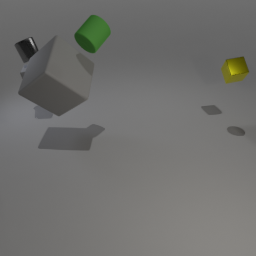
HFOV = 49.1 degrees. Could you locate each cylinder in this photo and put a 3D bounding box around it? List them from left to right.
[{"bbox_3d":[-3.582,-2.788,10.041,0.700,0.700,0.700,-22,18,7],"label":"cylinder"},{"bbox_3d":[-0.923,-2.448,7.328,0.700,0.700,0.700,24,70,35],"label":"cylinder"}]

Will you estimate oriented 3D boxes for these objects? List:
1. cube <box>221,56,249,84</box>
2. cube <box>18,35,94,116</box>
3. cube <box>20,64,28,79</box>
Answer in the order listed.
[{"bbox_3d":[4.077,-2.207,10.715,0.700,0.700,0.700,-10,73,-2],"label":"cube"},{"bbox_3d":[-1.992,-1.421,7.963,1.400,1.400,1.400,-24,48,37],"label":"cube"},{"bbox_3d":[-3.496,-1.965,10.458,0.700,0.700,0.700,-10,37,2],"label":"cube"}]
